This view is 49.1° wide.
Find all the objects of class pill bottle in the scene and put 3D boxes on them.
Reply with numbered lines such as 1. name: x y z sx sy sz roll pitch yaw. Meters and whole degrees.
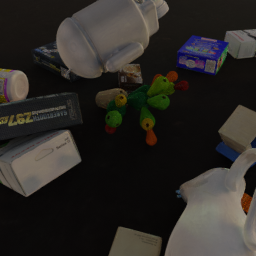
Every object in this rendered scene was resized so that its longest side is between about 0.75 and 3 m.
1. pill bottle: 0.416 -3.993 8.016 0.998 1.779 0.998 -28 31 18
2. pill bottle: -4.243 -1.341 8.703 2.004 1.045 1.045 7 40 9

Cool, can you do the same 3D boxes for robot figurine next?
1. robot figurine: -0.516 -2.019 6.170 2.443 1.379 2.072 -32 53 -7

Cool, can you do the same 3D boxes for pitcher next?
1. pitcher: 1.495 1.635 4.256 1.510 2.138 2.492 25 40 -4

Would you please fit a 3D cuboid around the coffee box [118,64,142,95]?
1. coffee box: 0.061 -1.622 9.449 0.766 0.534 1.339 -1 39 -1

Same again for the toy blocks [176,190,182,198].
1. toy blocks: 1.547 1.378 5.765 0.956 0.347 0.797 -7 13 -9

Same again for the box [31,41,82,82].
1. box: -2.211 -2.703 10.709 2.386 0.609 1.881 31 47 31

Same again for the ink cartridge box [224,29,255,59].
1. ink cartridge box: 5.066 -3.516 11.606 1.743 0.730 1.265 -7 40 -9

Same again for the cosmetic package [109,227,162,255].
1. cosmetic package: -0.008 2.471 4.418 0.817 0.577 1.578 10 39 11

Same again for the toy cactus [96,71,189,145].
1. toy cactus: 0.172 -0.674 7.934 2.473 1.533 2.997 8 39 40

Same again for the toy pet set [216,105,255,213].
1. toy pet set: 3.158 0.727 6.196 2.587 1.374 2.416 -51 50 -2

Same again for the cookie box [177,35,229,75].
1. cookie box: 2.915 -2.860 10.847 1.545 0.679 1.807 19 43 21

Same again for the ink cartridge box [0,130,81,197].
1. ink cartridge box: -2.052 0.628 5.927 1.343 0.761 1.831 -32 20 -34

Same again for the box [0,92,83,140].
1. box: -2.415 -0.337 6.746 2.247 0.727 2.849 -12 10 -16
